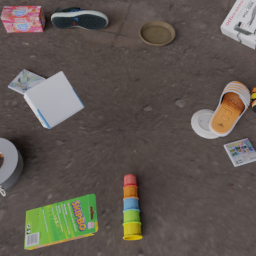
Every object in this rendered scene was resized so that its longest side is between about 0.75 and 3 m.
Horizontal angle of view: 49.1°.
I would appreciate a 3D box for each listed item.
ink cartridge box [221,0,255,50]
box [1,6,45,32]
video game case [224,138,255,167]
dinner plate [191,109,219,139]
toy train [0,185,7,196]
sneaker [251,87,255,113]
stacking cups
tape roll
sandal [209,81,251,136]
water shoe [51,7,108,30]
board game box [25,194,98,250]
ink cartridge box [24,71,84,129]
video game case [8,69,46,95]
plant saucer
[{"bbox_3d":[5.229,-4.317,11.646,2.166,0.898,1.590,35,105,19],"label":"ink cartridge box"},{"bbox_3d":[-4.618,-4.810,12.420,1.645,0.844,0.779,-1,59,-2],"label":"box"},{"bbox_3d":[3.830,0.816,9.454,0.901,0.107,0.820,-15,60,-8],"label":"video game case"},{"bbox_3d":[2.894,-0.187,10.045,1.235,0.150,1.235,-1,58,1],"label":"dinner plate"},{"bbox_3d":[-2.586,0.704,4.822,0.911,1.213,0.337,9,32,42],"label":"toy train"},{"bbox_3d":[5.665,-1.067,10.137,2.352,0.822,1.058,3,63,2],"label":"sneaker"},{"bbox_3d":[0.096,2.284,8.289,0.565,0.565,1.867,-2,59,-1],"label":"stacking cups"},{"bbox_3d":[-4.305,1.198,8.946,1.746,0.577,1.746,0,58,0],"label":"tape roll"},{"bbox_3d":[3.773,-0.848,9.958,1.055,0.789,2.754,28,58,13],"label":"sandal"},{"bbox_3d":[-2.132,-5.058,12.520,2.548,0.911,1.005,2,58,1],"label":"water shoe"},{"bbox_3d":[-1.487,2.102,6.297,1.792,0.269,0.856,-19,57,14],"label":"board game box"},{"bbox_3d":[-1.894,-0.665,7.024,0.996,1.364,1.001,-35,103,-17],"label":"ink cartridge box"},{"bbox_3d":[-3.954,-1.761,10.993,1.097,0.121,1.000,24,62,14],"label":"video game case"},{"bbox_3d":[1.286,-4.150,12.372,1.591,0.234,1.591,0,60,0],"label":"plant saucer"}]
